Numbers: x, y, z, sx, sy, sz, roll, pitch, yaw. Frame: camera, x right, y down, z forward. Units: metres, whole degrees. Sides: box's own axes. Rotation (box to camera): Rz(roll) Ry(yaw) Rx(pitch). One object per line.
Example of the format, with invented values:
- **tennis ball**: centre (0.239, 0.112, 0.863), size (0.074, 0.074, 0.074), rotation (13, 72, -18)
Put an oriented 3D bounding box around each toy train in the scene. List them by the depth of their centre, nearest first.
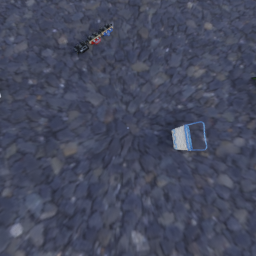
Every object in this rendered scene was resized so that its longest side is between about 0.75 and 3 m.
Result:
- **toy train**: centre (-1.051, -2.840, 8.936), size (1.509, 0.257, 0.346), rotation (-40, 108, -12)

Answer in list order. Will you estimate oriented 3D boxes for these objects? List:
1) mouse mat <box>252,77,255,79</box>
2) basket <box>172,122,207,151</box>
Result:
- **mouse mat**: centre (4.165, -1.361, 8.023), size (1.068, 0.859, 0.040), rotation (10, 98, 6)
- **basket**: centre (1.581, 0.232, 7.227), size (0.827, 0.575, 0.729), rotation (-7, 82, 24)
